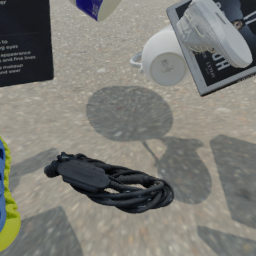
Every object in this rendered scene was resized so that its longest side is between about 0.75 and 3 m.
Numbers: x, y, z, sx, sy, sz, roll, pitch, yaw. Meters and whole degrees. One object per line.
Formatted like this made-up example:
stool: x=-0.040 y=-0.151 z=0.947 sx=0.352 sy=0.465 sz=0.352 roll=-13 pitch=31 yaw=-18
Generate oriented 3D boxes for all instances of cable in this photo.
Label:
cable: x=-0.196 y=0.668 z=3.526 sx=1.559 sy=0.396 sz=1.272 roll=15 pitch=-2 yaw=7

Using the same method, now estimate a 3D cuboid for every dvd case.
dvd case: x=1.833 y=-1.612 z=4.256 sx=2.134 sy=1.604 sz=0.264 roll=-22 pitch=-12 yaw=17

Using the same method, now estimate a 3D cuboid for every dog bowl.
dog bowl: x=-0.549 y=-4.447 z=8.060 sx=1.027 sy=2.608 sz=2.608 roll=35 pitch=38 yaw=-5

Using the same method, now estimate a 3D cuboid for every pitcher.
pitcher: x=0.680 y=-1.546 z=6.257 sx=1.561 sy=1.103 sz=1.819 roll=-25 pitch=28 yaw=22

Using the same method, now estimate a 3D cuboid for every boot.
boot: x=0.899 y=-0.942 z=3.063 sx=0.373 sy=0.484 sz=1.013 roll=-2 pitch=59 yaw=-36

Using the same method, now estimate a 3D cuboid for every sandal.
sandal: x=-1.708 y=0.512 z=3.115 sx=0.663 sy=0.727 sz=1.669 roll=-34 pitch=57 yaw=-2

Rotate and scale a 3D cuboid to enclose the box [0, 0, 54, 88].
box: x=-2.255 y=-1.697 z=3.677 sx=2.197 sy=2.234 sz=1.312 roll=-14 pitch=52 yaw=-23
